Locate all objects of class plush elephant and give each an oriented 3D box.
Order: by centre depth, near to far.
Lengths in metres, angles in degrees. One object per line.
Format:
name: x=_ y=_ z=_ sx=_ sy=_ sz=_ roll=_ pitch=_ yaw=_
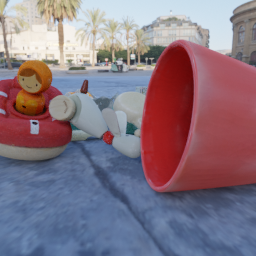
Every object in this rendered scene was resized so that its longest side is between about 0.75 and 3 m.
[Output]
plush elephant: x=-0.518 y=-0.530 z=8.824 sx=1.256 sy=0.972 sz=1.034 roll=-29 pitch=50 yaw=16

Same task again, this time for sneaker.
sneaker: x=-1.686 y=-1.058 z=11.065 sx=0.939 sy=0.951 sz=2.431 roll=1 pitch=11 yaw=-34

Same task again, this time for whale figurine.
whale figurine: x=0.462 y=-0.216 z=7.638 sx=1.899 sy=0.985 sz=1.511 roll=21 pitch=35 yaw=-2

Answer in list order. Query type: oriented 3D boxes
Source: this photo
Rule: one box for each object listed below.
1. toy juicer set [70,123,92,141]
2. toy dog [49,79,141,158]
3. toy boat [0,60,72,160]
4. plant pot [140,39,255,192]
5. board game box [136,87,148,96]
toy juicer set: x=-1.548 y=-0.239 z=7.719 sx=1.749 sy=0.748 sz=2.749 roll=-8 pitch=15 yaw=-32
toy dog: x=-0.498 y=-0.261 z=5.514 sx=1.965 sy=0.946 sz=1.296 roll=27 pitch=4 yaw=-7
toy boat: x=-2.002 y=-0.578 z=5.809 sx=1.700 sy=1.702 sz=2.604 roll=5 pitch=34 yaw=-25
plant pot: x=1.405 y=-0.063 z=4.283 sx=1.953 sy=2.207 sz=2.207 roll=6 pitch=11 yaw=-13
board game box: x=0.850 y=-2.221 z=16.973 sx=0.774 sy=0.571 sz=0.249 roll=0 pitch=11 yaw=0
